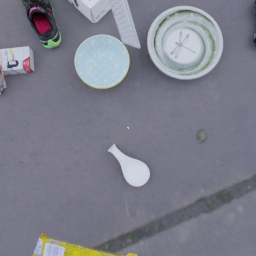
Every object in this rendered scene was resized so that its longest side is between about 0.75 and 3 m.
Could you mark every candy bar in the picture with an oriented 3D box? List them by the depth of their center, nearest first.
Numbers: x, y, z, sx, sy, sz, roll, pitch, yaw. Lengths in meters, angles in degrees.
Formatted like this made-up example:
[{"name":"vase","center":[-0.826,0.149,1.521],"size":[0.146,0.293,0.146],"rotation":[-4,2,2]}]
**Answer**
[{"name":"candy bar","center":[-0.985,2.600,5.553],"size":[2.638,0.292,0.658],"rotation":[-3,67,34]}]

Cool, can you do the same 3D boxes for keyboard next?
[{"name":"keyboard","center":[-0.298,-2.954,5.910],"size":[0.142,2.664,0.750],"rotation":[-32,40,-12]}]

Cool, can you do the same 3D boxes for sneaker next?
[{"name":"sneaker","center":[-2.710,-3.579,8.613],"size":[0.853,0.931,2.222],"rotation":[-28,84,-3]}]

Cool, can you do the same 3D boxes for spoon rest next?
[{"name":"spoon rest","center":[-0.002,1.088,8.291],"size":[1.490,0.451,0.740],"rotation":[44,85,6]}]

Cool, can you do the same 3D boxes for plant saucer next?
[{"name":"plant saucer","center":[1.719,-2.553,8.651],"size":[2.297,0.576,2.297],"rotation":[0,85,0]}]

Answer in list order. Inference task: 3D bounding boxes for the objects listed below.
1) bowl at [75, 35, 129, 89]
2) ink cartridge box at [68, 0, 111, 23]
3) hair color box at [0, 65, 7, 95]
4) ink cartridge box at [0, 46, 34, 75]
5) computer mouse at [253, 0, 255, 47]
[{"name":"bowl","center":[-0.755,-1.871,8.441],"size":[1.600,0.861,1.600],"rotation":[0,83,-1]},{"name":"ink cartridge box","center":[-1.333,-4.686,8.751],"size":[2.200,0.928,1.593],"rotation":[43,85,5]},{"name":"hair color box","center":[-4.517,-1.528,8.395],"size":[1.464,0.812,0.468],"rotation":[8,41,1]},{"name":"ink cartridge box","center":[-3.472,-2.081,8.696],"size":[0.977,0.404,0.712],"rotation":[-6,83,-1]},{"name":"computer mouse","center":[5.285,-3.280,8.769],"size":[2.666,0.703,1.846],"rotation":[2,83,11]}]
